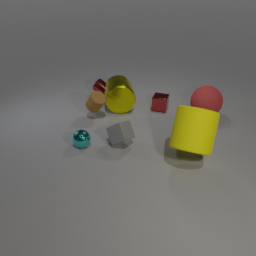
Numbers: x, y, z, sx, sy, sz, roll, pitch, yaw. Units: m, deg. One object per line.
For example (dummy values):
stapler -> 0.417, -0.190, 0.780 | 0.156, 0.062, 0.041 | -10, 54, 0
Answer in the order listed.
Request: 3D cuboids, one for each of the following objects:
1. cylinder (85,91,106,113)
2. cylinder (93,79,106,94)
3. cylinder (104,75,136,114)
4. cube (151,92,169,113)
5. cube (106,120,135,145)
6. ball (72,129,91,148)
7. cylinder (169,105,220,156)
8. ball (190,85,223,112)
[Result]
cylinder -> -1.409, -1.139, 12.208 | 0.700, 0.700, 0.700 | 17, 51, -22
cylinder -> -1.356, -2.077, 14.514 | 0.700, 0.700, 0.700 | 38, 41, 10
cylinder -> -0.412, -1.610, 13.285 | 1.400, 1.400, 1.400 | -4, 32, -6
cube -> 1.543, -1.216, 13.353 | 0.700, 0.700, 0.700 | 10, 32, 15
cube -> -0.273, 0.178, 10.618 | 0.700, 0.700, 0.700 | -21, -3, 35
ball -> -1.764, 0.404, 10.624 | 0.700, 0.700, 0.700 | 0, 31, 0
cylinder -> 2.185, 0.075, 9.267 | 1.400, 1.400, 1.400 | 12, 2, 0
ball -> 3.477, -1.181, 12.409 | 1.400, 1.400, 1.400 | 0, 31, 0
